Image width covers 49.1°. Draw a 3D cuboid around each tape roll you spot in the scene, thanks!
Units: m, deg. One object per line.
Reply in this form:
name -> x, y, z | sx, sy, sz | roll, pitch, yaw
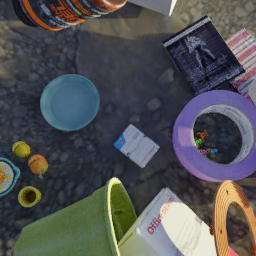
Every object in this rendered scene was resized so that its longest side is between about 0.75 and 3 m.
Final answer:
tape roll -> 2.577, 0.241, 7.953 | 2.523, 0.828, 2.523 | 0, 78, 0

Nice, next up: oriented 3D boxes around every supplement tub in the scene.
supplement tub -> -1.467, -3.181, 6.514 | 2.868, 1.534, 1.534 | -1, 74, 37

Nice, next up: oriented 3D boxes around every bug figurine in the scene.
bug figurine -> 2.240, 0.495, 8.145 | 0.647, 0.215, 0.834 | -26, 79, -31

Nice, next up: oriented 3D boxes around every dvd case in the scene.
dvd case -> 2.287, -2.196, 8.655 | 1.636, 0.176, 2.200 | -30, 78, 5

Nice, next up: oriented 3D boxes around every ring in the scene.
ring -> 2.624, 2.727, 6.678 | 0.281, 2.933, 2.933 | -20, 75, 36

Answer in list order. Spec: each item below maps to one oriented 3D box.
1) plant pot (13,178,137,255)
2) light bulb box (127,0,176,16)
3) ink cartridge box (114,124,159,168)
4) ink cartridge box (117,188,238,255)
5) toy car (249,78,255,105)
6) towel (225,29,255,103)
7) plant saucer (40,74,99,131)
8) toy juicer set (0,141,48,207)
plant pot -> -1.118, 2.861, 6.657 | 2.528, 2.750, 2.750 | -18, 78, 8
light bulb box -> 0.676, -5.447, 8.796 | 2.605, 1.640, 2.628 | 21, 78, 5
ink cartridge box -> 0.248, 0.533, 8.076 | 1.065, 0.457, 0.780 | 38, 81, 7
ink cartridge box -> 1.263, 3.090, 6.636 | 2.770, 2.012, 1.155 | 43, 121, 9
toy car -> 4.544, -1.160, 7.698 | 2.132, 1.827, 2.436 | -33, 119, 24
towel -> 3.686, -1.933, 8.734 | 1.543, 0.315, 2.109 | -36, 78, -7
plant saucer -> -1.722, -0.742, 8.436 | 1.756, 0.316, 1.756 | 0, 77, 0
toy juicer set -> -3.522, 1.082, 7.829 | 2.607, 0.709, 1.659 | 15, 78, 4
